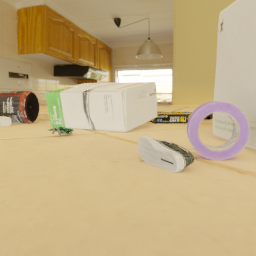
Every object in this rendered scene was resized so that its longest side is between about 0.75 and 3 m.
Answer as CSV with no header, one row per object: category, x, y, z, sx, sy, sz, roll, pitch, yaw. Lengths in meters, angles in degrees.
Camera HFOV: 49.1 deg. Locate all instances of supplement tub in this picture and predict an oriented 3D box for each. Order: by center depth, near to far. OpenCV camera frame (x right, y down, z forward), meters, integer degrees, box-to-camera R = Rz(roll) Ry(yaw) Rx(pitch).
supplement tub,-4.594,-0.779,10.446,2.271,1.215,1.215,1,6,9

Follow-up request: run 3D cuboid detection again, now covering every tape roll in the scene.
tape roll,1.334,0.030,4.216,0.865,0.865,0.367,1,6,9

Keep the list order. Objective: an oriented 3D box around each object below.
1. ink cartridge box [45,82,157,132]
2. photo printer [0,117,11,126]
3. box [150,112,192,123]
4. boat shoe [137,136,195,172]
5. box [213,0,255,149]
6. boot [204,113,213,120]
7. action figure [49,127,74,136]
ink cartridge box,-0.776,-0.743,8.802,2.859,1.202,2.086,4,17,31
photo printer,-4.452,-0.216,9.328,0.880,0.306,0.733,-4,7,-41
box,1.701,-0.431,10.994,1.688,0.416,1.348,-1,7,-7
boat shoe,0.491,0.348,3.797,0.350,0.356,0.987,-7,19,-30
box,3.215,-1.044,4.972,2.431,2.838,2.824,2,6,-5
boot,3.693,-0.488,12.434,0.843,0.315,0.408,-6,21,-9
action figure,-1.567,0.083,6.894,0.469,0.217,0.793,0,-1,17
